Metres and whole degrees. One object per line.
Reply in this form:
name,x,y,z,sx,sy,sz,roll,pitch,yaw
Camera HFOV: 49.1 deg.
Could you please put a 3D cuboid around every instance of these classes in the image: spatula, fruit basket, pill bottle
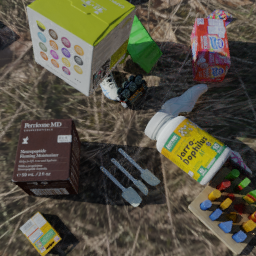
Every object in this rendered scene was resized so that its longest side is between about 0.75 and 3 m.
spatula,0.002,1.389,8.160,1.596,0.128,1.110,41,70,19
fruit basket,-0.031,-2.729,9.744,1.975,1.425,1.975,-7,74,27
pill bottle,1.640,0.460,7.990,2.255,1.272,1.272,38,69,18

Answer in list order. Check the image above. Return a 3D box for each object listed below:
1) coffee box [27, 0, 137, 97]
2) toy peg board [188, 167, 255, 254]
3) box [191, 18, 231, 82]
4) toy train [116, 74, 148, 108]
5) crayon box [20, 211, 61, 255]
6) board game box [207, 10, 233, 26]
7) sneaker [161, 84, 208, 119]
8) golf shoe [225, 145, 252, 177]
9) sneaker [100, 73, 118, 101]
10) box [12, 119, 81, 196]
coffee box,-1.184,-2.444,7.389,1.909,1.891,1.912,33,60,8
toy peg board,2.827,2.049,7.415,1.682,0.826,1.689,-40,69,-19
box,2.837,-2.737,9.814,1.048,1.004,2.103,3,62,1
toy train,0.144,-1.225,9.215,1.212,0.691,0.516,-49,38,-18
crayon box,-2.266,2.785,7.351,0.988,0.255,0.621,41,70,20
board game box,3.679,-4.426,11.157,0.835,0.206,1.057,39,68,18
sneaker,1.937,-0.832,9.120,1.702,0.599,0.682,-31,75,-8
golf shoe,3.196,0.946,8.226,0.521,0.411,1.131,-40,69,-19
sneaker,-0.682,-1.565,9.471,0.550,0.554,1.529,-24,66,-13
box,-2.135,0.838,7.711,1.437,1.422,1.732,-2,62,-1
